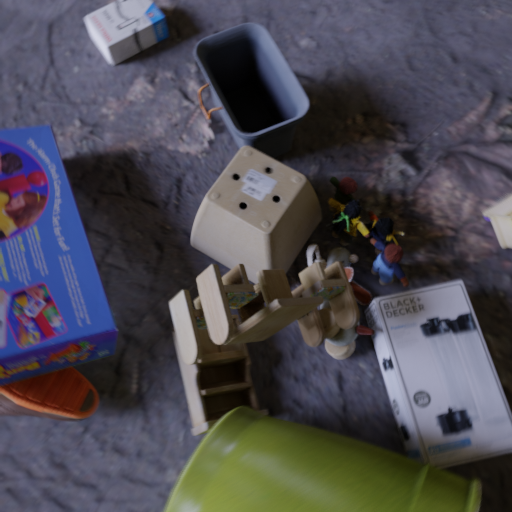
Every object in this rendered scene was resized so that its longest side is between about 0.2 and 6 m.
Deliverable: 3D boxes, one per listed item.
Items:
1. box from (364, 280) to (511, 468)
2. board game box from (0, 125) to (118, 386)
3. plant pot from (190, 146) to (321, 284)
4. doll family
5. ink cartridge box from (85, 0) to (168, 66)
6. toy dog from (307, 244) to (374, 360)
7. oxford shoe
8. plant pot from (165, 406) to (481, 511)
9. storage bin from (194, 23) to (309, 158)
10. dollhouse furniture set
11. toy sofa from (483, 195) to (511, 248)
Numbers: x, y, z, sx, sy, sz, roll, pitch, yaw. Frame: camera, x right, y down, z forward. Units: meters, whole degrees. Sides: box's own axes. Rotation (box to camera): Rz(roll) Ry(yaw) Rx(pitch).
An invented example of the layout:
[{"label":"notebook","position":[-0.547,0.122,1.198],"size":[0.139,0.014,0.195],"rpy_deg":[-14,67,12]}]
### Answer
[{"label":"box","position":[2.852,1.859,8.838],"size":[1.556,0.802,2.668],"rpy_deg":[-10,69,-4]},{"label":"board game box","position":[-4.183,-0.107,8.820],"size":[2.843,0.947,4.229],"rpy_deg":[-12,62,-26]},{"label":"plant pot","position":[-0.003,-0.759,9.418],"size":[1.778,1.576,1.780],"rpy_deg":[30,72,12]},{"label":"doll family","position":[1.873,-0.410,9.460],"size":[2.200,1.272,0.863],"rpy_deg":[42,74,14]},{"label":"ink cartridge box","position":[-2.652,-4.696,11.502],"size":[1.351,0.570,0.986],"rpy_deg":[-33,72,-12]},{"label":"toy dog","position":[1.503,0.702,9.149],"size":[0.930,1.274,1.931],"rpy_deg":[-8,75,29]},{"label":"oxford shoe","position":[-3.857,2.060,8.783],"size":[2.790,1.017,0.995],"rpy_deg":[20,34,-1]},{"label":"plant pot","position":[0.630,3.586,7.126],"size":[3.178,3.301,3.301],"rpy_deg":[24,70,21]},{"label":"storage bin","position":[-0.184,-2.757,10.258],"size":[1.619,1.494,2.225],"rpy_deg":[-24,70,-9]},{"label":"dollhouse furniture set","position":[-0.036,1.352,8.017],"size":[2.232,2.547,1.692],"rpy_deg":[0,64,-36]},{"label":"toy sofa","position":[4.931,-0.802,9.993],"size":[1.593,0.778,0.660],"rpy_deg":[-32,107,-12]}]
